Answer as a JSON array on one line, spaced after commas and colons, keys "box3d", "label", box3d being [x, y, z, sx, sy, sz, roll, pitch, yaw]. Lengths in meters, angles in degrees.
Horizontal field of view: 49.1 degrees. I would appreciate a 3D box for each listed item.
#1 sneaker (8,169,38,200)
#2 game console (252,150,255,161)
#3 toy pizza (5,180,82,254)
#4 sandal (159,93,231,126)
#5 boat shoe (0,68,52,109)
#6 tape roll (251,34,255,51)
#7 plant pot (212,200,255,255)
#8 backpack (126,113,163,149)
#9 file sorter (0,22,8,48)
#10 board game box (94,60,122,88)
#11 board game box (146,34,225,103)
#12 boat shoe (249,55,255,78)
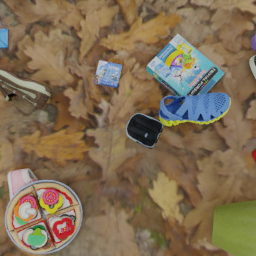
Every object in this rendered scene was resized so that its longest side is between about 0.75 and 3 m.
[{"box3d": [-3.253, 2.048, 8.911, 0.832, 0.599, 1.591, -16, 77, 1], "label": "sneaker"}, {"box3d": [5.297, 1.180, 9.294, 1.515, 1.043, 1.758, -20, 79, -35], "label": "game console"}, {"box3d": [-2.536, 2.738, 8.526, 2.293, 0.363, 2.293, 0, 92, -13], "label": "toy pizza"}, {"box3d": [1.945, -0.650, 8.701, 2.352, 1.024, 0.935, -12, 57, 24], "label": "sandal"}, {"box3d": [-3.942, -1.352, 9.359, 2.612, 0.965, 0.966, 20, 86, 3], "label": "boat shoe"}, {"box3d": [4.855, -3.080, 9.954, 0.817, 0.347, 0.817, 0, 80, -1], "label": "tape roll"}, {"box3d": [3.676, 3.013, 8.179, 2.305, 2.157, 2.157, 5, 80, 18], "label": "plant pot"}, {"box3d": [0.500, 0.065, 9.146, 1.100, 0.828, 0.976, 26, 83, 2], "label": "backpack"}, {"box3d": [-4.853, -3.264, 9.841, 1.038, 0.637, 0.720, -4, 79, 0], "label": "file sorter"}, {"box3d": [-0.695, -1.890, 9.825, 0.831, 0.180, 0.826, 12, 79, 2], "label": "board game box"}, {"box3d": [1.958, -1.950, 9.675, 2.131, 0.500, 1.608, 42, 83, 7], "label": "board game box"}, {"box3d": [5.112, -1.263, 9.197, 1.072, 0.905, 3.006, -19, 79, -32], "label": "boat shoe"}]
